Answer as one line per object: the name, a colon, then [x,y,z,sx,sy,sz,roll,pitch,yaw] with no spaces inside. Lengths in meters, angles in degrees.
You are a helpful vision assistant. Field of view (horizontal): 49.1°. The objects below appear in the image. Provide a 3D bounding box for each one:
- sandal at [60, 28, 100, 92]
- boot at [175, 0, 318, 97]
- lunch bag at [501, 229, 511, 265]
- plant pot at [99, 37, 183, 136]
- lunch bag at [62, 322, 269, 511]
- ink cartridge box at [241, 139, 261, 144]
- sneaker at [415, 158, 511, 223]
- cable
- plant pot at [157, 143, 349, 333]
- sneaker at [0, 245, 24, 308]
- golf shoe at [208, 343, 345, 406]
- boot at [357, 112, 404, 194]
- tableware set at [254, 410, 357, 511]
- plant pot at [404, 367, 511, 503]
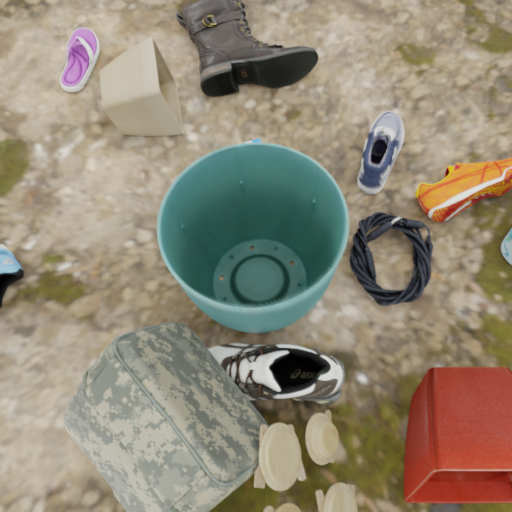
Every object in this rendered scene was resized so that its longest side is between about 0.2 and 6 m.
sandal: [-4.147,-4.706,13.140,0.794,0.479,1.950,0,65,0]
boot: [-0.264,-5.163,13.046,3.029,1.049,2.637,-11,66,-2]
lunch bag: [6.089,-0.059,10.740,1.850,0.949,2.302,-43,71,-14]
plant pot: [-2.520,-3.464,12.097,1.352,1.525,1.527,-15,65,6]
lunch bag: [-1.544,2.801,8.732,2.907,2.026,2.438,47,112,17]
ink cartridge box: [-0.228,-2.069,11.969,0.862,0.370,0.631,-17,66,-8]
sneaker: [4.501,-1.611,11.460,2.596,0.947,1.001,-21,63,-11]
cable: [2.587,0.033,10.795,1.594,0.496,1.954,20,68,-2]
plant pot: [-0.005,-0.015,9.832,3.027,2.429,3.027,-1,63,3]
sneaker: [-5.281,0.769,10.403,0.979,0.853,2.177,37,70,12]
golf shoe: [-0.039,1.902,9.455,3.014,1.424,1.172,-5,66,9]
boot: [2.704,-2.399,11.778,0.783,0.972,2.151,14,65,8]
tableware set: [0.793,3.504,8.540,0.286,2.465,2.059,-16,74,40]
plant pot: [3.408,2.829,8.959,1.951,1.953,1.721,0,54,0]
